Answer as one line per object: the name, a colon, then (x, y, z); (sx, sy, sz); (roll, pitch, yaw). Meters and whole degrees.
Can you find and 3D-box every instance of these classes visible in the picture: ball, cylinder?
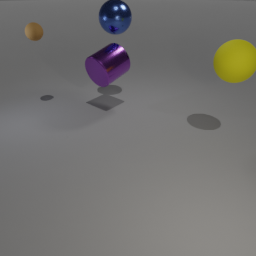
ball: (-0.536, -4.653, 11.759); (1.400, 1.400, 1.400); (0, 28, 0)
ball: (3.548, -2.195, 9.251); (1.400, 1.400, 1.400); (0, 28, 0)
cylinder: (-0.855, -2.662, 11.845); (1.400, 1.400, 1.400); (24, 52, 37)
ball: (-3.714, -3.811, 11.086); (0.700, 0.700, 0.700); (0, 28, 0)
